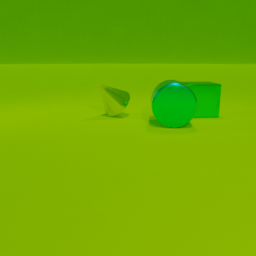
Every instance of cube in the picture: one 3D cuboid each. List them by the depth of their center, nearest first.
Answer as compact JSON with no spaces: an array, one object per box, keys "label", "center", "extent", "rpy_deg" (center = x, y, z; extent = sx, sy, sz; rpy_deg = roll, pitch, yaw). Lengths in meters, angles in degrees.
[{"label":"cube","center":[2.233,-0.915,8.830],"extent":[1.013,1.013,1.013],"rpy_deg":[-1,14,-5]}]

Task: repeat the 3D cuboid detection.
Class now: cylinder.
[{"label":"cylinder","center":[1.209,-0.690,7.613],"extent":[1.154,1.154,1.154],"rpy_deg":[1,14,3]}]

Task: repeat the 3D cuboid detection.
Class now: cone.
[{"label":"cone","center":[-0.590,-1.017,8.398],"extent":[0.950,0.950,0.954],"rpy_deg":[15,-21,46]}]
